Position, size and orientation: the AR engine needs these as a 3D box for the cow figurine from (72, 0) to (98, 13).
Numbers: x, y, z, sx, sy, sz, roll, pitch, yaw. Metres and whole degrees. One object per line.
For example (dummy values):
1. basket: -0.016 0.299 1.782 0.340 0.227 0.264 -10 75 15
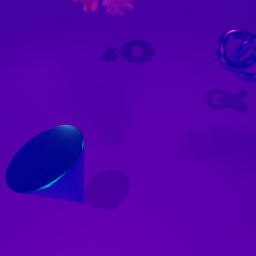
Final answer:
1. cow figurine: -1.292 -4.335 8.581 0.662 1.206 1.187 9 81 31

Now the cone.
1. cone: -0.911 0.780 4.089 1.166 1.171 1.166 -16 39 13

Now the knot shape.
1. knot shape: 3.104 -1.814 7.170 1.635 1.530 0.756 -15 40 11

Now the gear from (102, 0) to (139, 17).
1. gear: -0.158 -4.460 8.882 0.324 1.753 1.753 8 33 -41
